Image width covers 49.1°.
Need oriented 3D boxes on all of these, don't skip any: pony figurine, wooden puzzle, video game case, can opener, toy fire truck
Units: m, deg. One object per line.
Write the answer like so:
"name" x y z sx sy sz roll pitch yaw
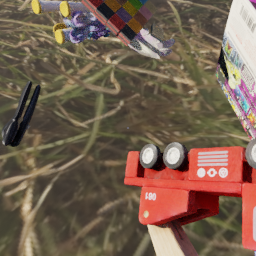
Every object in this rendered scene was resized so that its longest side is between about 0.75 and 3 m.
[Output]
"pony figurine" -0.405 -2.561 6.154 2.567 2.138 2.478 -25 35 -32
"wooden puzzle" -0.179 -1.981 4.338 1.898 0.133 1.125 41 52 -13
"video game case" 1.886 -0.515 3.792 0.373 1.889 2.084 -18 63 -1
"can opener" -1.857 -0.234 4.974 0.483 0.389 1.228 10 74 52
"toy fire truck" 0.538 1.196 3.007 2.836 0.691 2.000 -8 70 47
